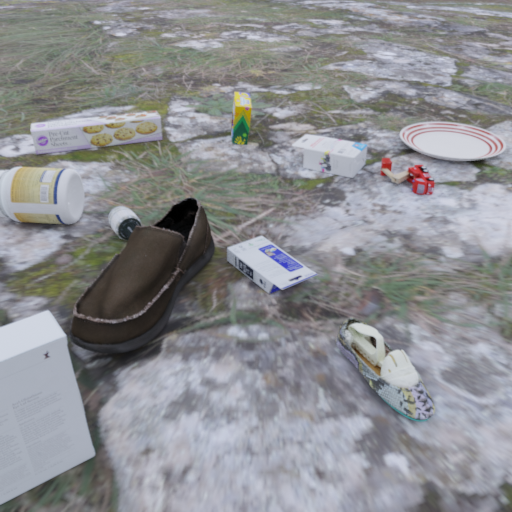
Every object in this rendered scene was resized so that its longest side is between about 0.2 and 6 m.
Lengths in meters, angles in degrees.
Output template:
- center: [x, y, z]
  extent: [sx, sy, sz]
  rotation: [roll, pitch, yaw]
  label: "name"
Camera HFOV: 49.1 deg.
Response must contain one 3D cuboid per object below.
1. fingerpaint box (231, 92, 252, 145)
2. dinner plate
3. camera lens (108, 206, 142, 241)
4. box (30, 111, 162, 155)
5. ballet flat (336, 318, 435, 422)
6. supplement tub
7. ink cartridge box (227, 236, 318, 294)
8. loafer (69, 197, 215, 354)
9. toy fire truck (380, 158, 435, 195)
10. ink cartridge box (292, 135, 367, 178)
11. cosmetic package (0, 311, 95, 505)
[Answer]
- center: [-0.399, -3.528, 14.334]
  extent: [0.435, 0.990, 1.187]
  rotation: [4, 33, -6]
  label: "fingerpaint box"
- center: [4.817, -2.788, 13.853]
  extent: [2.511, 0.304, 2.511]
  rotation: [0, 33, 0]
  label: "dinner plate"
- center: [-2.391, -0.595, 10.212]
  extent: [0.484, 0.484, 0.605]
  rotation: [-17, 35, -25]
  label: "camera lens"
- center: [-3.948, -3.104, 14.042]
  extent: [3.140, 0.651, 0.608]
  rotation: [-10, 34, -16]
  label: "box"
- center: [1.595, 1.340, 7.091]
  extent: [0.619, 0.619, 1.721]
  rotation: [-16, 36, -24]
  label: "ballet flat"
- center: [-4.099, -1.141, 10.557]
  extent: [1.446, 1.044, 1.044]
  rotation: [3, 33, 4]
  label: "supplement tub"
- center: [0.239, 0.189, 9.174]
  extent: [0.762, 0.301, 1.533]
  rotation: [-19, 35, -29]
  label: "ink cartridge box"
- center: [-1.692, 0.109, 8.432]
  extent: [1.241, 1.213, 3.400]
  rotation: [10, 34, 15]
  label: "loafer"
- center: [3.257, -1.727, 12.161]
  extent: [0.925, 0.320, 1.312]
  rotation: [-1, 33, -1]
  label: "toy fire truck"
- center: [1.670, -2.319, 12.898]
  extent: [1.533, 0.520, 0.883]
  rotation: [16, 36, 24]
  label: "ink cartridge box"
- center: [-2.866, 1.736, 5.399]
  extent: [2.298, 1.732, 0.594]
  rotation: [-21, 38, -30]
  label: "cosmetic package"
